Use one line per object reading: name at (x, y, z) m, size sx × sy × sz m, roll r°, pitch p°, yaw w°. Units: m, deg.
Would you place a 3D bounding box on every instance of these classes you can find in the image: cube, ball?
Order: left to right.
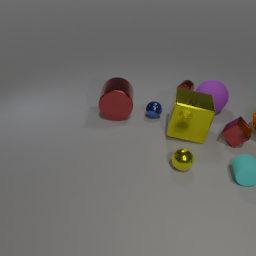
ball at (1.090, -0.777, 11.764) m, size 0.700 × 0.700 × 0.700 m, roll 0°, pitch 32°, yaw 0°
ball at (1.741, 1.003, 8.882) m, size 0.700 × 0.700 × 0.700 m, roll 0°, pitch 32°, yaw 0°
cube at (2.313, -0.481, 10.435) m, size 1.400 × 1.400 × 1.400 m, roll 13°, pitch 33°, yaw 4°
ball at (3.557, -1.347, 11.939) m, size 1.400 × 1.400 × 1.400 m, roll 0°, pitch 32°, yaw 0°
cube at (3.902, 0.143, 10.021) m, size 0.700 × 0.700 × 0.700 m, roll 50°, pitch 43°, yaw -1°

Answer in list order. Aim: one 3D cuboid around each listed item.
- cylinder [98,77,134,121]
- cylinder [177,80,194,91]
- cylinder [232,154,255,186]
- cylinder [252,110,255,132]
cylinder at (-0.474, -1.241, 11.840) m, size 1.400 × 1.400 × 1.400 m, roll 1°, pitch 32°, yaw 1°
cylinder at (2.780, -1.893, 13.567) m, size 0.700 × 0.700 × 0.700 m, roll 16°, pitch 35°, yaw 25°
cylinder at (3.549, 1.265, 8.424) m, size 0.700 × 0.700 × 0.700 m, roll 5°, pitch 31°, yaw 8°
cylinder at (5.381, -0.394, 9.900) m, size 1.400 × 1.400 × 1.400 m, roll -26°, pitch 40°, yaw -33°
